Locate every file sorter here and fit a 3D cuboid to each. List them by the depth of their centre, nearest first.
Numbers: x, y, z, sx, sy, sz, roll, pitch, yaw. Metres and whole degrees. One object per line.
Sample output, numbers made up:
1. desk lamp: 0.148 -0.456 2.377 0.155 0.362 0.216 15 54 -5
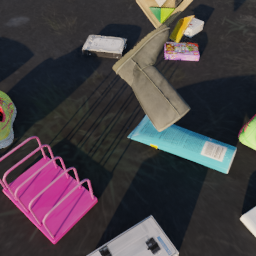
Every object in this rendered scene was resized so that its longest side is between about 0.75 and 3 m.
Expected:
1. file sorter: -2.017 1.369 6.789 2.068 1.297 1.437 33 57 25

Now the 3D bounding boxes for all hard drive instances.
1. hard drive: 3.796 2.561 6.436 1.313 0.266 1.990 -24 54 -20
2. hard drive: -0.944 -3.379 11.588 1.652 0.313 1.154 8 49 8

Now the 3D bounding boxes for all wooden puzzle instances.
1. wooden puzzle: 0.879 -3.206 6.963 1.981 1.337 0.232 49 44 5

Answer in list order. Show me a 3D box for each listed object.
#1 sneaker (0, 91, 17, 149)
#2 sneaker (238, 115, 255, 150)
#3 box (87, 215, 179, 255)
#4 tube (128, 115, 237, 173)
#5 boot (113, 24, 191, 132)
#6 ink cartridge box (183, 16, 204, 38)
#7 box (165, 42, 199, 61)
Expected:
1. sneaker: -4.005 -0.520 8.598 0.915 1.057 2.340 -18 50 -13
2. sneaker: 4.542 -0.177 8.447 2.998 1.150 1.256 -37 75 -23
3. box: 0.062 2.834 6.012 1.794 0.539 1.046 -25 53 -20
4. tube: 1.539 0.396 8.089 2.956 0.745 1.145 22 45 23
5. boot: 0.779 -1.102 6.312 1.691 0.675 1.860 -41 87 11
6. ink cartridge box: 2.766 -4.541 12.531 0.836 0.399 0.952 35 57 26
7. box: 2.178 -3.134 11.391 1.359 0.266 0.930 4 49 3
